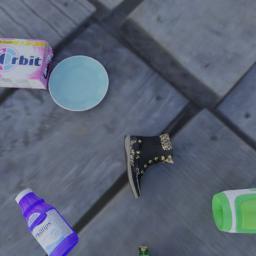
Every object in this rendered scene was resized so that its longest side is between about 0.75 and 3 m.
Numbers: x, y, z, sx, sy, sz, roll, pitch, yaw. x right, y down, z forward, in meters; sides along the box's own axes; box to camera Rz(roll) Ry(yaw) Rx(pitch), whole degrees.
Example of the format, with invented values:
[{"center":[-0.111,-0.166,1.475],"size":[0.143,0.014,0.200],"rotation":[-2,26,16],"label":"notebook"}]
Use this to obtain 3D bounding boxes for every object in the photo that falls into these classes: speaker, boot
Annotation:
[{"center":[3.773,2.226,7.717],"size":[2.633,1.165,1.165],"rotation":[-4,75,-1],"label":"speaker"},{"center":[0.642,1.037,8.271],"size":[1.406,0.683,1.867],"rotation":[-7,70,-1],"label":"boot"}]

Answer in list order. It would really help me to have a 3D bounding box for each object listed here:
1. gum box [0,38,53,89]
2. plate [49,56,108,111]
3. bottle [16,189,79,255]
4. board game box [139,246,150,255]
[{"center":[-3.668,-2.071,8.989],"size":[2.397,0.792,1.360],"rotation":[3,75,1],"label":"gum box"},{"center":[-1.594,-1.437,9.117],"size":[1.929,0.246,1.929],"rotation":[0,76,-1],"label":"plate"},{"center":[-1.450,1.638,4.889],"size":[1.322,0.432,0.552],"rotation":[44,99,17],"label":"bottle"},{"center":[0.443,4.488,6.990],"size":[0.313,1.400,2.672],"rotation":[-1,76,-2],"label":"board game box"}]
